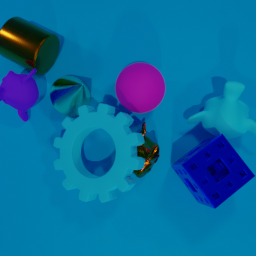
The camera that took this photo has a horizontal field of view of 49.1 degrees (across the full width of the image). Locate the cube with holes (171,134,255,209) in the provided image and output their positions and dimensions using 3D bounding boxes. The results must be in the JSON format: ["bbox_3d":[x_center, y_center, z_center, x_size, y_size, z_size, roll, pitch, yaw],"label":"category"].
[{"bbox_3d":[1.803,0.940,6.189,1.084,1.084,1.084,-36,85,-8],"label":"cube with holes"}]

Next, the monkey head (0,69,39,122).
[{"bbox_3d":[-2.558,-0.758,6.414,0.860,1.027,1.427,21,121,-1],"label":"monkey head"}]

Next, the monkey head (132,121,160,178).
[{"bbox_3d":[0.245,0.529,6.330,0.914,1.091,1.516,33,70,7],"label":"monkey head"}]

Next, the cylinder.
[{"bbox_3d":[-2.418,-2.009,6.888,1.067,1.067,1.067,27,79,6],"label":"cylinder"}]

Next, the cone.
[{"bbox_3d":[-1.195,-0.869,6.498,1.032,1.036,1.032,4,80,-25],"label":"cone"}]

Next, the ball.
[{"bbox_3d":[0.288,-0.941,6.601,1.175,1.175,1.175,0,78,0],"label":"ball"}]

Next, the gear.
[{"bbox_3d":[-0.673,0.534,6.133,2.089,0.386,2.089,-2,85,24],"label":"gear"}]

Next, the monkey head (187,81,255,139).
[{"bbox_3d":[2.286,-0.365,6.431,1.719,1.237,1.036,11,57,10],"label":"monkey head"}]
